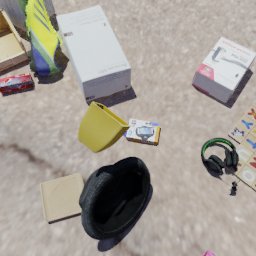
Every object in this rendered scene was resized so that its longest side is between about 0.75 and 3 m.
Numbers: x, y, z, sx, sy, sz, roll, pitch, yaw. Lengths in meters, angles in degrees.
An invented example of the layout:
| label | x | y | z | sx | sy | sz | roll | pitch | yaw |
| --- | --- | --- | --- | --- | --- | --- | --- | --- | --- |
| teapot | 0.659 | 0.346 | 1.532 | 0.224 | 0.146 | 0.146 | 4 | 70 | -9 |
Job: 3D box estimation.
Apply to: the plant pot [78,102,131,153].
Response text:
| label | x | y | z | sx | sy | sz | roll | pitch | yaw |
| --- | --- | --- | --- | --- | --- | --- | --- | --- | --- |
| plant pot | -0.581 | 0.056 | 6.094 | 0.856 | 0.850 | 0.876 | 37 | 96 | 8 |

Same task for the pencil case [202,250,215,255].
| label | x | y | z | sx | sy | sz | roll | pitch | yaw |
| --- | --- | --- | --- | --- | --- | --- | --- | --- | --- |
| pencil case | 1.742 | 3.527 | 6.751 | 1.192 | 0.558 | 0.541 | -38 | 92 | -16 |

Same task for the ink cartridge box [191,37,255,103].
| label | x | y | z | sx | sy | sz | roll | pitch | yaw |
| --- | --- | --- | --- | --- | --- | --- | --- | --- | --- |
| ink cartridge box | 3.203 | -1.975 | 9.342 | 1.342 | 0.781 | 1.843 | 32 | 66 | 15 |

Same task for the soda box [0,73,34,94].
| label | x | y | z | sx | sy | sz | roll | pitch | yaw |
| --- | --- | --- | --- | --- | --- | --- | --- | --- | --- |
| soda box | -3.747 | -1.487 | 9.316 | 1.107 | 0.388 | 0.351 | -12 | 64 | -6 |

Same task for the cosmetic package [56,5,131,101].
| label | x | y | z | sx | sy | sz | roll | pitch | yaw |
| --- | --- | --- | --- | --- | --- | --- | --- | --- | --- |
| cosmetic package | -1.156 | -2.518 | 9.369 | 1.660 | 1.193 | 2.941 | -21 | 65 | -12 |

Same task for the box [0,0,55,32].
| label | x | y | z | sx | sy | sz | roll | pitch | yaw |
| --- | --- | --- | --- | --- | --- | --- | --- | --- | --- |
| box | -4.351 | -5.169 | 10.161 | 2.760 | 2.101 | 1.468 | 32 | 67 | 14 |

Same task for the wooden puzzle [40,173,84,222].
| label | x | y | z | sx | sy | sz | roll | pitch | yaw |
| --- | --- | --- | --- | --- | --- | --- | --- | --- | --- |
| wooden puzzle | -1.764 | 1.909 | 7.764 | 1.192 | 0.222 | 1.103 | -12 | 64 | -11 |

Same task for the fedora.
| label | x | y | z | sx | sy | sz | roll | pitch | yaw |
| --- | --- | --- | --- | --- | --- | --- | --- | --- | --- |
| fedora | -0.463 | 1.670 | 7.227 | 1.033 | 2.261 | 2.261 | 18 | 60 | 45 |

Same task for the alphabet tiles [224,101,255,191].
| label | x | y | z | sx | sy | sz | roll | pitch | yaw |
| --- | --- | --- | --- | --- | --- | --- | --- | --- | --- |
| alphabet tiles | 4.251 | 0.595 | 8.452 | 2.362 | 0.107 | 2.826 | 40 | 70 | 17 |

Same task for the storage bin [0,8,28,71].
| label | x | y | z | sx | sy | sz | roll | pitch | yaw |
| --- | --- | --- | --- | --- | --- | --- | --- | --- | --- |
| storage bin | -4.759 | -2.900 | 9.737 | 1.895 | 0.888 | 1.881 | -29 | 67 | -14 |

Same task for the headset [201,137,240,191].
| label | x | y | z | sx | sy | sz | roll | pitch | yaw |
| --- | --- | --- | --- | --- | --- | --- | --- | --- | --- |
| headset | 2.733 | 1.015 | 8.046 | 0.975 | 0.742 | 1.579 | -21 | 49 | 5 |

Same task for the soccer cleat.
| label | x | y | z | sx | sy | sz | roll | pitch | yaw |
| --- | --- | --- | --- | --- | --- | --- | --- | --- | --- |
| soccer cleat | -2.820 | -3.174 | 9.425 | 1.191 | 0.921 | 2.848 | -6 | 93 | -15 |

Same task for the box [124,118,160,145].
| label | x | y | z | sx | sy | sz | roll | pitch | yaw |
| --- | --- | --- | --- | --- | --- | --- | --- | --- | --- |
| box | 0.411 | 0.092 | 8.635 | 1.100 | 0.228 | 0.655 | 10 | 64 | 3 |
